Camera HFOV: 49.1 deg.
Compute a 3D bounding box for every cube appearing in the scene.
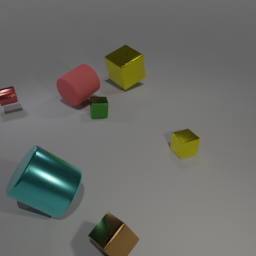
[{"bbox_3d":[-1.235,-0.879,11.890,0.700,0.700,0.700,-1,32,-13],"label":"cube"},{"bbox_3d":[1.963,0.539,9.713,0.700,0.700,0.700,-13,34,-20],"label":"cube"},{"bbox_3d":[-0.132,-3.061,14.078,1.400,1.400,1.400,-35,53,-20],"label":"cube"},{"bbox_3d":[-0.320,2.471,6.314,0.700,0.700,0.700,-48,32,-21],"label":"cube"}]

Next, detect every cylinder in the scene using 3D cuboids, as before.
[{"bbox_3d":[-5.096,-1.344,11.798,0.700,0.700,0.700,-19,37,-22],"label":"cylinder"},{"bbox_3d":[-2.198,-1.916,12.437,1.400,1.400,1.400,23,49,32],"label":"cylinder"},{"bbox_3d":[-2.148,1.375,7.246,1.400,1.400,1.400,34,24,-22],"label":"cylinder"}]
